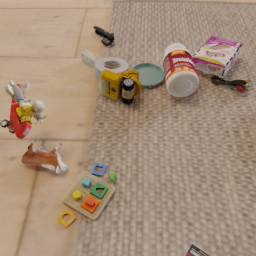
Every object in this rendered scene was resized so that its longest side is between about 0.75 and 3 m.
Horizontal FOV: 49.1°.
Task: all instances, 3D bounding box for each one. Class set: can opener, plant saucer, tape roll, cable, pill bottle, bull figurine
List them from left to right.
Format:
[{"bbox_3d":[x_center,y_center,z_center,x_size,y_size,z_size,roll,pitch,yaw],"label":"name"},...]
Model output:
[{"bbox_3d":[-2.566,0.914,8.834,1.537,0.500,0.933,9,49,6],"label":"bull figurine"},{"bbox_3d":[-1.174,-4.471,13.295,0.620,0.500,1.578,-30,57,-21],"label":"can opener"},{"bbox_3d":[-0.658,-2.379,11.436,1.383,0.457,1.383,2,41,-2],"label":"tape roll"},{"bbox_3d":[0.786,-2.179,11.594,1.428,0.196,1.428,0,50,-1],"label":"plant saucer"},{"bbox_3d":[2.014,-2.360,11.074,1.215,1.215,2.150,-2,50,-1],"label":"pill bottle"},{"bbox_3d":[4.108,-1.695,11.205,1.603,0.403,0.779,6,56,20],"label":"cable"}]

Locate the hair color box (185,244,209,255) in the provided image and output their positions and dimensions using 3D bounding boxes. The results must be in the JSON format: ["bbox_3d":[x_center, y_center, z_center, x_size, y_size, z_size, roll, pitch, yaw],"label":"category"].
[{"bbox_3d":[1.357,3.830,6.332,1.002,0.613,2.023,30,57,22],"label":"hair color box"}]

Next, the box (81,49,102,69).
[{"bbox_3d":[-1.559,-2.946,12.055,0.995,0.473,0.387,35,58,24],"label":"box"}]

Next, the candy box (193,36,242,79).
[{"bbox_3d":[3.792,-3.069,11.923,1.423,0.636,2.086,24,51,24],"label":"candy box"}]

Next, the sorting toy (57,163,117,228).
[{"bbox_3d":[-1.160,1.895,8.140,1.246,0.301,2.212,23,54,18],"label":"sorting toy"}]

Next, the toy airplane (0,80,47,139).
[{"bbox_3d":[-3.126,-0.698,8.562,1.186,1.673,1.681,-4,24,5],"label":"toy airplane"}]

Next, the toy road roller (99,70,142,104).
[{"bbox_3d":[-0.233,-1.736,10.715,1.587,0.975,1.159,22,52,16],"label":"toy road roller"}]
